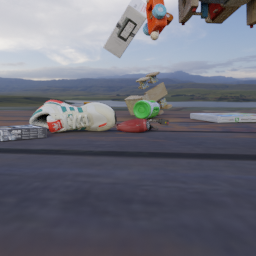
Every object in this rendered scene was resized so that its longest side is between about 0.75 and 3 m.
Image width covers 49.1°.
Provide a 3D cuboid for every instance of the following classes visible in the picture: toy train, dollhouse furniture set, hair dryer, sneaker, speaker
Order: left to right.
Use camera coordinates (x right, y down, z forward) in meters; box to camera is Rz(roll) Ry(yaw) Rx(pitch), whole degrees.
[{"bbox_3d":[-1.502,-0.169,7.425,2.375,0.836,1.110,8,31,20],"label":"sneaker"},{"bbox_3d":[0.352,-0.003,7.668,1.373,0.373,1.046,2,-13,-19],"label":"hair dryer"},{"bbox_3d":[0.915,-0.890,13.361,0.930,0.930,2.103,2,5,18],"label":"speaker"},{"bbox_3d":[1.410,-1.765,16.118,2.600,2.279,1.727,-34,20,-27],"label":"dollhouse furniture set"},{"bbox_3d":[0.765,-2.546,4.695,0.582,1.571,2.091,-3,-14,-15],"label":"toy train"},{"bbox_3d":[1.818,-2.924,6.266,1.670,1.661,2.370,0,-1,-6],"label":"dollhouse furniture set"}]

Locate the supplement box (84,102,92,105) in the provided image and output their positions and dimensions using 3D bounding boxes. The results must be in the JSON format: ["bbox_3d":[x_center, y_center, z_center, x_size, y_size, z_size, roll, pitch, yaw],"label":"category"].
[{"bbox_3d":[-2.347,-1.222,17.435,0.525,0.791,0.780,-4,7,-39],"label":"supplement box"}]

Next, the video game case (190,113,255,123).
[{"bbox_3d":[4.373,-0.473,12.102,2.482,0.301,2.727,-1,6,-10],"label":"video game case"}]

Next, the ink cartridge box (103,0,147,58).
[{"bbox_3d":[0.083,-3.588,9.472,0.730,2.153,1.249,31,37,-13],"label":"ink cartridge box"}]

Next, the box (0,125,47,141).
[{"bbox_3d":[-2.467,0.096,6.301,1.018,0.253,0.803,-4,7,-39],"label":"box"}]
